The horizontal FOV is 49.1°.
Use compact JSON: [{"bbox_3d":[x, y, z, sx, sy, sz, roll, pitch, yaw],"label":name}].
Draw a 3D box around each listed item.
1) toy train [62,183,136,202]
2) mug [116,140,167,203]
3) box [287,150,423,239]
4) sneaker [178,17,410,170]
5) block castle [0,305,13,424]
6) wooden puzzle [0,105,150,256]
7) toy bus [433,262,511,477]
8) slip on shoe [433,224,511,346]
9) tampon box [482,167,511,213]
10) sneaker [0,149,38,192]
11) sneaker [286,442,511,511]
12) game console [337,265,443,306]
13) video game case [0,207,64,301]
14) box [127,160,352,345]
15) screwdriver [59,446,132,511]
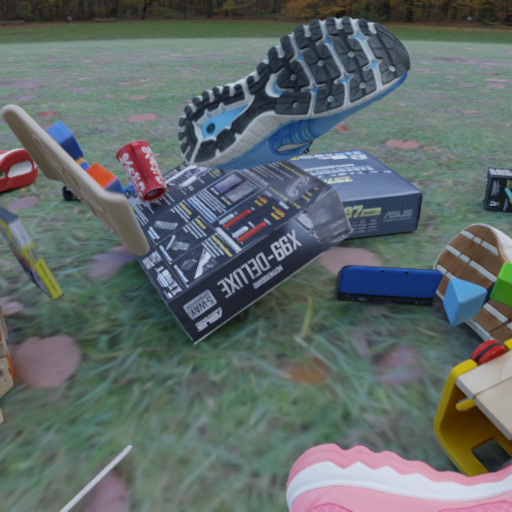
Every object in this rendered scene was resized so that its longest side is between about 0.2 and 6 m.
[{"bbox_3d":[-3.314,-1.411,12.314,1.947,0.446,0.332,2,27,4],"label":"toy train"},{"bbox_3d":[-1.866,-1.360,9.020,0.586,0.878,0.779,-30,-13,11],"label":"mug"},{"bbox_3d":[1.115,-1.255,11.439,3.563,0.909,2.810,-7,29,-11],"label":"box"},{"bbox_3d":[0.544,-2.116,7.857,3.303,1.294,1.485,-17,-15,26],"label":"sneaker"},{"bbox_3d":[-4.359,0.721,6.664,2.379,1.670,3.560,-12,29,-23],"label":"block castle"},{"bbox_3d":[-2.096,-0.935,6.944,1.877,1.738,0.434,39,74,13],"label":"wooden puzzle"},{"bbox_3d":[3.053,1.440,5.541,2.578,1.332,2.432,12,42,14],"label":"toy bus"},{"bbox_3d":[3.502,0.593,7.729,1.063,1.334,3.508,39,13,-13],"label":"slip on shoe"},{"bbox_3d":[5.421,-1.385,11.870,1.048,0.786,0.662,7,27,14],"label":"tampon box"},{"bbox_3d":[-6.625,-1.773,12.608,1.752,1.188,3.032,3,13,25],"label":"sneaker"},{"bbox_3d":[1.623,2.263,3.930,3.255,1.199,1.412,-9,30,28],"label":"sneaker"},{"bbox_3d":[1.978,0.265,8.511,1.432,0.847,1.222,4,28,6],"label":"game console"},{"bbox_3d":[-3.033,-0.073,7.304,0.165,1.171,1.296,-35,29,-25],"label":"video game case"},{"bbox_3d":[-0.631,-0.569,8.911,2.780,0.877,3.525,-35,36,-10],"label":"box"},{"bbox_3d":[-1.766,2.340,4.937,0.295,0.282,2.025,-15,14,43],"label":"screwdriver"}]
